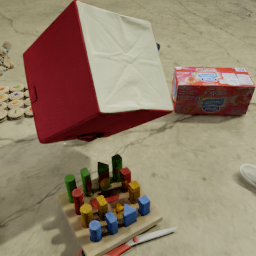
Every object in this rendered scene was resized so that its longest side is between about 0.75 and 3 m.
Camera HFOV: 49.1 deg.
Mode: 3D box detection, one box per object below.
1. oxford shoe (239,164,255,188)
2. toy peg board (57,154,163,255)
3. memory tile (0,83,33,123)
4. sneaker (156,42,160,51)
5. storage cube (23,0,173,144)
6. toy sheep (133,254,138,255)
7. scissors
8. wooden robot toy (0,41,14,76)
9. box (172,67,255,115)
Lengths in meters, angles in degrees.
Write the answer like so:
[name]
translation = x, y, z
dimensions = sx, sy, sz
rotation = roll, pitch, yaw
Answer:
[oxford shoe]
translation = 4.448, 1.569, 8.097
dimensions = 2.370, 0.684, 0.891
rotation = 25, 50, 29
[toy peg board]
translation = -0.555, 1.827, 7.362
dimensions = 2.168, 1.060, 2.159
rotation = -21, 41, -24
[memory tile]
translation = -4.638, -1.159, 11.640
dimensions = 1.938, 0.212, 2.528
rotation = -11, 42, -12
[sneaker]
translation = 0.736, -4.406, 15.061
dimensions = 1.979, 0.762, 0.843
rotation = -5, 37, -6
[storage cube]
translation = -0.856, -1.256, 7.405
dimensions = 2.564, 3.000, 2.696
rotation = -4, -11, -45
[toy sheep]
translation = 0.558, 3.338, 5.708
dimensions = 1.108, 1.108, 1.607
rotation = -25, 72, -26
[scissors]
translation = 0.012, 2.793, 7.025
dimensions = 2.517, 0.175, 0.921
rotation = -23, 43, -22
[wooden robot toy]
translation = -4.192, -2.264, 9.626
dimensions = 0.573, 0.590, 1.301
rotation = 0, 78, 19
[box]
translation = 3.250, -1.493, 11.117
dimensions = 2.893, 1.381, 1.442
rotation = 1, 41, 2
